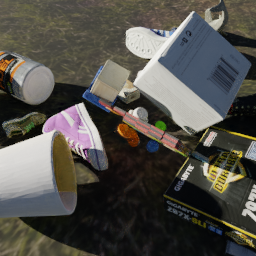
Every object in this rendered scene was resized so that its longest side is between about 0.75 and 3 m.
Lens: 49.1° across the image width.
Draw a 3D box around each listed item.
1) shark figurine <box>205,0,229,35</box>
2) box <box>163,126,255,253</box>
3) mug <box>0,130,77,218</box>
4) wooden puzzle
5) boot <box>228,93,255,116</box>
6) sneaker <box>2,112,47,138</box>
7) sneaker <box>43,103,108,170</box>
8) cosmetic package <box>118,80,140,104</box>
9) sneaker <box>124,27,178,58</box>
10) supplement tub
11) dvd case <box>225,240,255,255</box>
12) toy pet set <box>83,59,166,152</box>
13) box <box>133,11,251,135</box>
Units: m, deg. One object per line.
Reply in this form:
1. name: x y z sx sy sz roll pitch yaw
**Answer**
1. shark figurine: 3.587 -4.263 11.874 1.830 3.063 1.278 32 88 -7
2. box: 2.389 1.193 6.495 2.142 0.662 2.683 20 47 29
3. mug: -2.226 1.163 6.288 1.863 2.269 1.818 -12 77 1
4. wooden puzzle: 0.611 0.135 6.771 2.867 1.700 0.201 29 88 26
5. boot: 3.839 -0.486 8.479 1.304 0.623 1.726 -7 38 -4
6. sneaker: -2.968 -0.026 8.162 1.282 0.493 0.568 -19 56 -9
7. sneaker: -1.474 0.397 7.440 1.448 0.920 2.539 -21 39 -13
8. cosmetic package: -0.171 -1.349 9.521 0.597 0.403 1.135 -30 51 -28
9. sneaker: 1.506 -3.557 11.486 2.812 1.133 2.059 24 37 30
10. supplement tub: -3.653 -1.724 9.238 2.202 1.349 1.349 24 49 25
11. dvd case: 2.848 2.367 5.750 1.490 0.184 1.120 15 46 19
12. toy pet set: -0.067 -0.693 8.500 2.477 1.409 2.653 30 59 -8
13. box: 1.819 -1.503 7.929 2.323 1.518 2.311 39 62 -7
